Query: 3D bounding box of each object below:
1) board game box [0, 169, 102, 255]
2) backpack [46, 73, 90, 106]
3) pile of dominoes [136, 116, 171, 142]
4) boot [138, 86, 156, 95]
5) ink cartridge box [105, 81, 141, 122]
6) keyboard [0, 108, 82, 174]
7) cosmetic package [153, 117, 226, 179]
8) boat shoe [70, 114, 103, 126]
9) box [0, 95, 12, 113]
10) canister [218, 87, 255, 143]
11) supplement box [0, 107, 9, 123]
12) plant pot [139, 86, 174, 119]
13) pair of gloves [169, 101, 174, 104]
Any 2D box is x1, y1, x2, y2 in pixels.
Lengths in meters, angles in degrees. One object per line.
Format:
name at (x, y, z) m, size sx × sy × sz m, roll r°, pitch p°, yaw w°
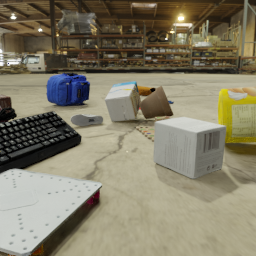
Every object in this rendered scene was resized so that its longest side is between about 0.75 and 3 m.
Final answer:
board game box at (-1.512, 1.073, 3.845) m, size 1.780 × 0.230 × 1.780 m, roll 4°, pitch 14°, yaw 20°
backpack at (-2.830, -1.855, 13.329) m, size 1.571 × 1.521 × 1.872 m, roll 13°, pitch 18°, yaw 35°
pile of dominoes at (1.262, 0.037, 7.944) m, size 1.658 × 0.339 × 2.127 m, roll -3°, pitch 13°, yaw -14°
boot at (0.842, -2.280, 16.796) m, size 1.840 × 0.647 × 1.317 m, roll -2°, pitch 5°, yaw -37°
ink cartridge box at (-0.137, -0.927, 9.750) m, size 0.896 × 0.900 × 1.227 m, roll -6°, pitch 30°, yaw 17°
keyboard at (-2.432, 0.089, 6.141) m, size 1.745 × 0.373 × 2.906 m, roll 35°, pitch 24°, yaw 16°
cosmetic package at (1.183, 0.334, 5.505) m, size 0.887 × 0.887 × 1.076 m, roll -9°, pitch 17°, yaw -35°
boat shoe at (-1.374, -0.285, 9.208) m, size 1.105 × 0.397 × 0.363 m, roll -7°, pitch 9°, yaw -27°
box at (-5.564, -0.782, 10.503) m, size 2.061 × 0.772 × 1.032 m, roll -9°, pitch 16°, yaw -40°
canister at (3.515, -0.272, 6.227) m, size 2.847 × 1.232 × 2.114 m, roll -2°, pitch -9°, yaw 16°
supplement box at (-4.379, -0.152, 6.323) m, size 2.771 × 0.844 × 1.508 m, roll -12°, pitch 51°, yaw -41°
plant pot at (0.950, -0.761, 9.778) m, size 0.974 × 1.117 × 1.117 m, roll -24°, pitch 10°, yaw 11°
pair of gloves at (1.766, -1.246, 13.801) m, size 0.812 × 0.115 × 1.010 m, roll 12°, pitch 19°, yaw 36°
